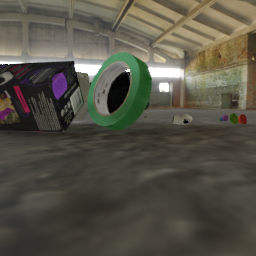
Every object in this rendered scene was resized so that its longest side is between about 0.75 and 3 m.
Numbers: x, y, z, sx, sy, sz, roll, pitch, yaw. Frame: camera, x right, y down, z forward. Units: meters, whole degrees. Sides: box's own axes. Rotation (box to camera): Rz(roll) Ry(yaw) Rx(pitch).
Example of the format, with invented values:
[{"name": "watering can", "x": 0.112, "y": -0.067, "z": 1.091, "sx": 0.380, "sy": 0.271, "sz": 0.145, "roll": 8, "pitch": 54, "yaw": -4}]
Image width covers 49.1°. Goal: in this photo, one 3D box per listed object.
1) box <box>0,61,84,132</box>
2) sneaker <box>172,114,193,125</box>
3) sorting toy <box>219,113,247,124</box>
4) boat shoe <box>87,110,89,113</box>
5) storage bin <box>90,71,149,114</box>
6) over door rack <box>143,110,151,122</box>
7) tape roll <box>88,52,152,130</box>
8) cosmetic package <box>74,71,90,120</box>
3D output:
[{"name": "box", "x": -2.702, "y": -0.857, "z": 7.451, "sx": 2.557, "sy": 1.356, "sz": 1.563, "roll": 2, "pitch": 35, "yaw": 15}, {"name": "sneaker", "x": 2.011, "y": -0.251, "z": 9.901, "sx": 0.472, "sy": 0.404, "sz": 1.085, "roll": 19, "pitch": 19, "yaw": 38}, {"name": "sorting toy", "x": 3.775, "y": -0.296, "z": 10.187, "sx": 1.183, "sy": 0.410, "sz": 0.407, "roll": 2, "pitch": -14, "yaw": -28}, {"name": "boat shoe", "x": -1.622, "y": -0.732, "z": 12.627, "sx": 0.370, "sy": 0.436, "sz": 1.196, "roll": -12, "pitch": 19, "yaw": -21}, {"name": "storage bin", "x": -0.453, "y": -1.269, "z": 11.185, "sx": 2.270, "sy": 1.535, "sz": 1.064, "roll": -12, "pitch": -1, "yaw": 37}, {"name": "over door rack", "x": 0.357, "y": -0.558, "z": 10.097, "sx": 0.808, "sy": 0.364, "sz": 1.094, "roll": 34, "pitch": -4, "yaw": -4}, {"name": "tape roll", "x": -0.284, "y": -1.007, "z": 7.676, "sx": 0.501, "sy": 2.085, "sz": 2.085, "roll": 17, "pitch": -9, "yaw": -43}, {"name": "cosmetic package", "x": -2.430, "y": -1.250, "z": 10.725, "sx": 1.715, "sy": 1.415, "sz": 1.414, "roll": 1, "pitch": -26, "yaw": -22}]
